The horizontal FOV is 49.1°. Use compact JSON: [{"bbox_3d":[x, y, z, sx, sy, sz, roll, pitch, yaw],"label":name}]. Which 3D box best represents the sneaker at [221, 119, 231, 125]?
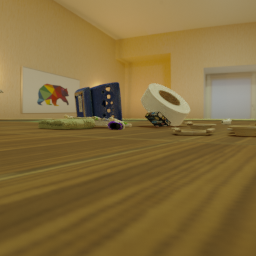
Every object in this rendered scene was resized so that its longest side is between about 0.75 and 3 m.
[{"bbox_3d":[5.442,-0.363,15.629,0.515,0.328,0.891,4,4,13],"label":"sneaker"}]

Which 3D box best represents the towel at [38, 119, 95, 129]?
[{"bbox_3d":[-2.305,-0.162,10.366,1.488,0.366,2.006,-4,4,-42],"label":"towel"}]

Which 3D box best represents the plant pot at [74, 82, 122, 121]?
[{"bbox_3d":[-1.863,-1.397,16.686,2.186,2.432,2.432,-7,6,-26],"label":"plant pot"}]

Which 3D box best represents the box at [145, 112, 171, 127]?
[{"bbox_3d":[1.161,-0.332,10.974,0.702,0.203,0.883,41,-20,-23],"label":"box"}]

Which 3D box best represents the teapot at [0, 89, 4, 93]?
[{"bbox_3d":[-7.365,-1.035,12.159,2.646,1.958,2.681,1,3,19],"label":"teapot"}]

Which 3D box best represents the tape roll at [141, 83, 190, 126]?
[{"bbox_3d":[1.726,-1.103,12.930,2.256,0.789,2.256,23,30,-14],"label":"tape roll"}]

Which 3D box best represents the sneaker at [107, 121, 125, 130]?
[{"bbox_3d":[-0.512,-0.091,9.581,0.413,0.289,0.831,-3,4,-41],"label":"sneaker"}]

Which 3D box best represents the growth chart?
[{"bbox_3d":[-1.242,-0.273,11.275,2.367,0.210,1.713,4,-8,27],"label":"growth chart"}]

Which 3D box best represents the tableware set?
[{"bbox_3d":[2.438,0.001,7.274,2.574,0.299,2.150,0,2,19],"label":"tableware set"}]
